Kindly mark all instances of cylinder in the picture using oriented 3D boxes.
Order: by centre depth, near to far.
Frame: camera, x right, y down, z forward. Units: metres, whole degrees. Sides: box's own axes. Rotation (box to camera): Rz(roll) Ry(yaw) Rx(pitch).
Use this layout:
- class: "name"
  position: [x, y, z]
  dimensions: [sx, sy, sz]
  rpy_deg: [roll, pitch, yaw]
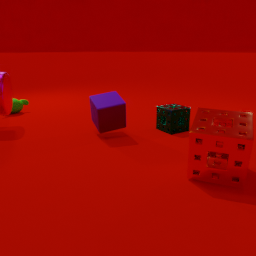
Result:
- class: "cylinder"
  position: [-4.286, -1.028, 8.425]
  dimensions: [1.296, 1.296, 1.296]
  rpy_deg: [-1, 17, -10]

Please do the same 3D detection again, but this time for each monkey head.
- class: "monkey head"
  position: [-4.408, -0.954, 10.629]
  dimensions: [0.693, 0.827, 1.150]
  rpy_deg: [-9, 9, 36]

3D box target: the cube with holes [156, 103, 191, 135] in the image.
- class: "cube with holes"
  position: [1.373, -0.292, 8.562]
  dimensions: [0.730, 0.730, 0.730]
  rpy_deg: [-10, 20, -30]

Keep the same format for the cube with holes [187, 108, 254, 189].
- class: "cube with holes"
  position: [1.798, 0.344, 5.484]
  dimensions: [1.056, 1.056, 1.056]
  rpy_deg: [8, 31, 19]

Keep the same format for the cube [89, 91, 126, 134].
- class: "cube"
  position: [-0.567, -0.456, 7.929]
  dimensions: [0.810, 0.810, 0.810]
  rpy_deg: [-14, 36, -18]
